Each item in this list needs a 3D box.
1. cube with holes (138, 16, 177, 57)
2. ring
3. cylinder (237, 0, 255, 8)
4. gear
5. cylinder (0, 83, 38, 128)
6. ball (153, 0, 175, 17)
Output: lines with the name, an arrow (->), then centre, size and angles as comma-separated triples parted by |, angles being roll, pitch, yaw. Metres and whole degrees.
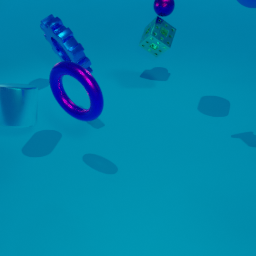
cube with holes -> 1.053, -3.262, 10.086 | 0.861, 0.861, 0.861 | 27, 69, -21
ring -> -0.841, -0.570, 4.521 | 1.073, 1.073, 0.215 | 19, 45, 28
cylinder -> 2.683, -3.070, 5.668 | 1.021, 1.021, 1.021 | 10, 13, 15
gear -> -1.414, -1.822, 6.458 | 0.285, 1.541, 1.541 | -40, 45, -13
cylinder -> -2.425, -0.511, 6.149 | 0.847, 0.847, 0.847 | 5, 13, -1
ball -> 1.229, -4.181, 9.550 | 0.731, 0.731, 0.731 | 0, 32, 0
